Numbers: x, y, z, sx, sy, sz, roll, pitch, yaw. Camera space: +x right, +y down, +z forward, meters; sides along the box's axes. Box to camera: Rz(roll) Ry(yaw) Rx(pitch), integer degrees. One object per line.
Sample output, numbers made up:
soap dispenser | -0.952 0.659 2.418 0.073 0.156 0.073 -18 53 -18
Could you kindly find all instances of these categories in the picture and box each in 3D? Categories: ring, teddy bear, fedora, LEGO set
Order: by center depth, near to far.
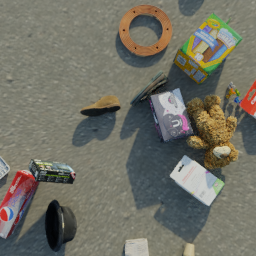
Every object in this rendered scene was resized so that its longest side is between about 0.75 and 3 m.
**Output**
fedora | -2.389 3.507 10.188 0.820 1.795 1.795 7 83 -35
teddy bear | 3.187 0.097 10.457 2.060 0.949 2.842 4 78 -16
LEGO set | 4.151 -1.262 11.044 0.391 0.421 1.025 -25 78 -33
ring | 0.717 -3.958 11.386 2.145 0.206 2.145 0 83 0

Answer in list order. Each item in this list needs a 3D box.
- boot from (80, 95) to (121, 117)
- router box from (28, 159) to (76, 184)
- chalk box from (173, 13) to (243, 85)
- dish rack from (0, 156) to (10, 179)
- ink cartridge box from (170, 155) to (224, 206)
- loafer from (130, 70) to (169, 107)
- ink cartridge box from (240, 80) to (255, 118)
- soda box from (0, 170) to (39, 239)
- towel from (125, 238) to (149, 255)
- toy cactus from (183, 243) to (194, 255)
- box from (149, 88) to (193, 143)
boot | -1.106 -0.863 10.968 1.567 0.577 0.591 -12 64 -4
router box | -2.597 1.491 9.611 1.353 1.014 0.420 14 97 -36
chalk box | 3.137 -3.115 10.639 1.489 1.499 2.402 44 87 4
dish rack | -5.036 1.514 10.816 0.752 0.191 0.877 -42 86 -3
ink cartridge box | 2.522 1.941 10.551 1.809 0.609 1.060 37 85 2
loafer | 0.869 -1.441 10.918 0.578 0.660 1.837 43 84 -2
ink cartridge box | 5.360 -0.934 10.795 1.700 0.426 1.379 36 85 -12
soda box | -4.161 2.768 10.365 0.744 0.821 2.346 25 85 3
towel | 0.361 4.825 10.452 0.879 0.229 1.326 -7 84 0
toy cactus | 2.160 5.029 10.248 1.787 0.914 1.475 16 66 4
box | 1.596 -0.438 10.597 1.170 1.016 1.770 -16 84 -2
